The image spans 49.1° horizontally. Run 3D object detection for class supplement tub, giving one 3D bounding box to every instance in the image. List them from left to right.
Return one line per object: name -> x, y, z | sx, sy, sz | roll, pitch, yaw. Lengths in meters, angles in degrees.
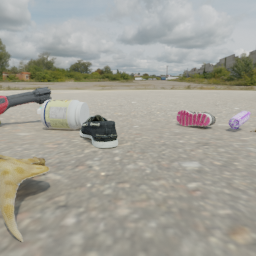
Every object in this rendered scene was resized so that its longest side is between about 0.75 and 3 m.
supplement tub -> -1.804, -0.392, 8.126 | 1.190, 0.863, 0.863 | 2, 10, 14

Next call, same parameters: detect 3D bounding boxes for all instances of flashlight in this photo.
flashlight -> -3.523, -0.845, 8.992 | 2.021, 0.687, 0.684 | -17, 34, -29

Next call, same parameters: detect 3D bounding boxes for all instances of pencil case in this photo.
pencil case -> 3.140, -0.241, 7.884 | 0.805, 0.344, 0.338 | -27, 69, -43

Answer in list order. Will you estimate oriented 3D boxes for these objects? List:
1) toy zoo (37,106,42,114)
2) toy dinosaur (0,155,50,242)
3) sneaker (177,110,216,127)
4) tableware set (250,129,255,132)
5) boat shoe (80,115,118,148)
toy zoo -> -3.292, -0.805, 12.596 | 1.383, 0.216, 2.108 | -2, 10, -12
toy dinosaur -> -1.462, 0.562, 3.307 | 1.022, 0.588, 2.020 | 0, 9, -9
sneaker -> 2.115, -0.274, 8.651 | 0.602, 0.507, 1.376 | 3, 4, -37
tableware set -> 3.920, -0.016, 7.889 | 0.675, 0.205, 1.021 | 8, 12, 39
boat shoe -> -0.694, -0.021, 6.687 | 0.756, 0.603, 2.000 | -4, 10, -25
